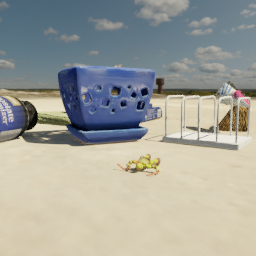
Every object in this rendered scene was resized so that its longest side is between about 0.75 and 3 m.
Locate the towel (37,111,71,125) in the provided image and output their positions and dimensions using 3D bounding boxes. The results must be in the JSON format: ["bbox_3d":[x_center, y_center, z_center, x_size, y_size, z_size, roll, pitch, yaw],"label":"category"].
[{"bbox_3d":[-3.011,-0.519,13.420,2.882,0.526,2.138,5,8,31],"label":"towel"}]

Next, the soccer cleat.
[{"bbox_3d":[3.839,-1.070,10.349,0.680,0.840,1.945,39,20,-18],"label":"soccer cleat"}]

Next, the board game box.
[{"bbox_3d":[-0.084,-0.915,14.883,2.973,0.918,2.975,5,9,28],"label":"board game box"}]

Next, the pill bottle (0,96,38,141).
[{"bbox_3d":[-3.921,-0.280,8.442,1.371,1.371,2.452,3,8,20],"label":"pill bottle"}]

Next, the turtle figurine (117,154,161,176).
[{"bbox_3d":[0.292,0.668,5.420,0.879,0.283,0.709,4,9,28],"label":"turtle figurine"}]

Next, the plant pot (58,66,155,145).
[{"bbox_3d":[-0.743,-0.724,8.719,2.417,2.173,2.417,-4,9,-25],"label":"plant pot"}]

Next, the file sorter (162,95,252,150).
[{"bbox_3d":[2.359,-0.257,8.282,2.213,1.378,1.536,6,10,35],"label":"file sorter"}]

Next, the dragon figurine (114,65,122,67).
[{"bbox_3d":[-0.482,-2.460,13.968,0.582,0.984,1.978,3,48,42],"label":"dragon figurine"}]

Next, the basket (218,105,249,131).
[{"bbox_3d":[4.188,-0.514,11.140,1.164,1.115,1.562,3,8,21],"label":"basket"}]
